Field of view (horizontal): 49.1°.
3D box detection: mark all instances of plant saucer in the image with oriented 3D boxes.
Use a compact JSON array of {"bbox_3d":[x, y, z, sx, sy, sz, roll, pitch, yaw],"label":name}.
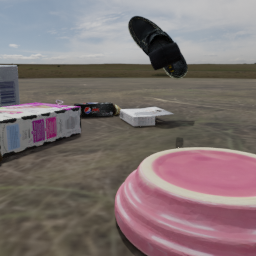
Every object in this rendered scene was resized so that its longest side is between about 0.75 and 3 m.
[{"bbox_3d":[1.060,0.775,3.438,2.456,0.623,2.456,-1,12,0],"label":"plant saucer"}]

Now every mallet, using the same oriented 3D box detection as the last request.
[{"bbox_3d":[1.093,-1.646,6.899,0.696,0.435,2.114,-21,-2,21],"label":"mallet"}]

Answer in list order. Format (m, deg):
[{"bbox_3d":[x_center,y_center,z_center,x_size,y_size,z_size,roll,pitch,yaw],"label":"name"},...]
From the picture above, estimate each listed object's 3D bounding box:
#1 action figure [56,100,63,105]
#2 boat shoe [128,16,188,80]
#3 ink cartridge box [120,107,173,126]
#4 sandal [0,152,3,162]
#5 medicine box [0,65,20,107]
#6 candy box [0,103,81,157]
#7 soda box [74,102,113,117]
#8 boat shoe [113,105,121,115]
[{"bbox_3d":[-2.611,-0.729,10.389,0.602,0.669,0.898,8,0,10],"label":"action figure"},{"bbox_3d":[1.028,-2.936,9.816,1.071,2.866,0.950,-36,-4,5],"label":"boat shoe"},{"bbox_3d":[0.591,-0.402,9.443,1.370,0.348,1.555,-4,13,-17],"label":"ink cartridge box"},{"bbox_3d":[-3.053,0.449,5.429,1.468,0.600,0.401,14,39,25],"label":"sandal"},{"bbox_3d":[-4.918,-1.294,9.988,2.033,1.852,1.046,8,14,31],"label":"medicine box"},{"bbox_3d":[-2.656,-0.094,6.981,1.773,0.793,2.600,7,15,28],"label":"candy box"},{"bbox_3d":[-1.271,-0.685,10.386,1.405,0.497,0.445,-3,10,-15],"label":"soda box"},{"bbox_3d":[-0.417,-0.716,10.941,0.406,0.382,1.066,9,10,-15],"label":"boat shoe"}]
